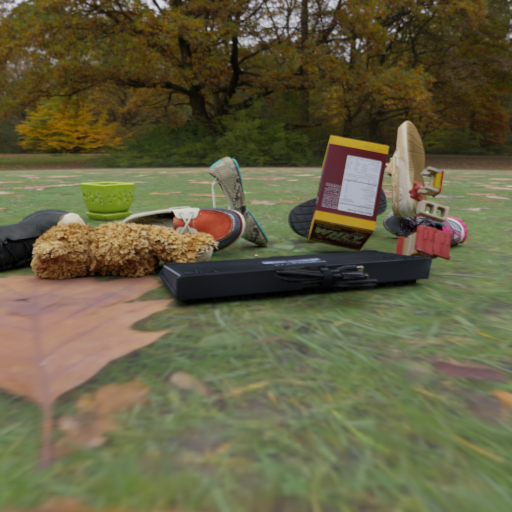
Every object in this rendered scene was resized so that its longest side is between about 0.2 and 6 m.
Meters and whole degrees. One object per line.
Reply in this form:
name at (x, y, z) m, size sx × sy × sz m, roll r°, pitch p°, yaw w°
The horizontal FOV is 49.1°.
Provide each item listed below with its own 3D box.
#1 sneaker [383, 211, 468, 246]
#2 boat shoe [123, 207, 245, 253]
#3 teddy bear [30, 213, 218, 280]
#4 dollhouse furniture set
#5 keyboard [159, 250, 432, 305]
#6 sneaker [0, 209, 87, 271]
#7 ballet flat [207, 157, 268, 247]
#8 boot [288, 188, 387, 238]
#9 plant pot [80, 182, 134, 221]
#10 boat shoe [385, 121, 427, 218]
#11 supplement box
sneaker at (3.611, -0.666, 12.302) m, size 0.719 × 0.776 × 1.925 m, roll -11°, pitch 16°, yaw -41°
boat shoe at (-1.468, -0.556, 11.050) m, size 2.570 × 0.915 × 0.804 m, roll 0°, pitch -13°, yaw 28°
teddy bear at (-2.165, -0.218, 9.511) m, size 3.077 × 1.027 × 2.231 m, roll 1°, pitch 9°, yaw 4°
dollhouse furniture set at (2.877, -0.613, 9.400) m, size 0.612 × 1.504 × 0.810 m, roll 15°, pitch -14°, yaw -8°
keyboard at (0.662, 0.305, 8.349) m, size 3.890 × 0.499 × 2.336 m, roll -5°, pitch 6°, yaw -18°
sneaker at (-4.266, -0.147, 9.822) m, size 2.634 × 1.000 × 1.196 m, roll -10°, pitch 23°, yaw -12°
ballet flat at (-0.460, -0.962, 11.463) m, size 0.791 × 2.100 × 0.712 m, roll -29°, pitch 27°, yaw -13°
boot at (1.610, -0.916, 13.461) m, size 2.789 × 0.973 × 1.836 m, roll -12°, pitch 2°, yaw -30°
plant pot at (-4.280, -1.589, 16.215) m, size 1.146 × 1.045 × 1.152 m, roll 8°, pitch 14°, yaw 38°
boat shoe at (3.072, -1.799, 11.745) m, size 0.726 × 2.100 × 0.774 m, roll -14°, pitch -24°, yaw 42°
supplement box at (1.734, -1.146, 10.805) m, size 1.096 × 1.651 × 1.628 m, roll 12°, pitch -12°, yaw 4°
